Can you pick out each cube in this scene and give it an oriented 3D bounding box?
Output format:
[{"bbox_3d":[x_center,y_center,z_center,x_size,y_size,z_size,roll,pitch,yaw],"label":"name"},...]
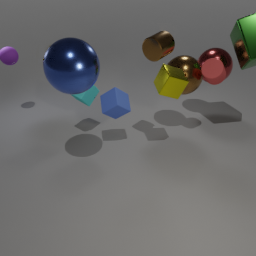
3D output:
[{"bbox_3d":[4.417,-2.960,9.374,1.400,1.400,1.400,-17,-5,10],"label":"cube"},{"bbox_3d":[1.298,-1.408,8.526,0.700,0.700,0.700,11,39,-23],"label":"cube"},{"bbox_3d":[-1.582,-1.312,9.968,0.700,0.700,0.700,29,84,26],"label":"cube"},{"bbox_3d":[-0.421,-0.819,9.374,0.700,0.700,0.700,-26,60,31],"label":"cube"}]

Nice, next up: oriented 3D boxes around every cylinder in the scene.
[{"bbox_3d":[0.883,-2.370,8.109,0.700,0.700,0.700,22,44,34],"label":"cylinder"},{"bbox_3d":[2.860,-1.873,9.333,0.700,0.700,0.700,17,-2,27],"label":"cylinder"}]

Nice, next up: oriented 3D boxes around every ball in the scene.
[{"bbox_3d":[1.988,-1.900,10.082,1.400,1.400,1.400,0,30,0],"label":"ball"},{"bbox_3d":[3.463,-2.494,11.227,1.400,1.400,1.400,0,30,0],"label":"ball"},{"bbox_3d":[-4.616,-2.789,10.858,0.700,0.700,0.700,0,30,0],"label":"ball"},{"bbox_3d":[-1.407,-1.545,7.047,1.400,1.400,1.400,0,30,0],"label":"ball"}]
